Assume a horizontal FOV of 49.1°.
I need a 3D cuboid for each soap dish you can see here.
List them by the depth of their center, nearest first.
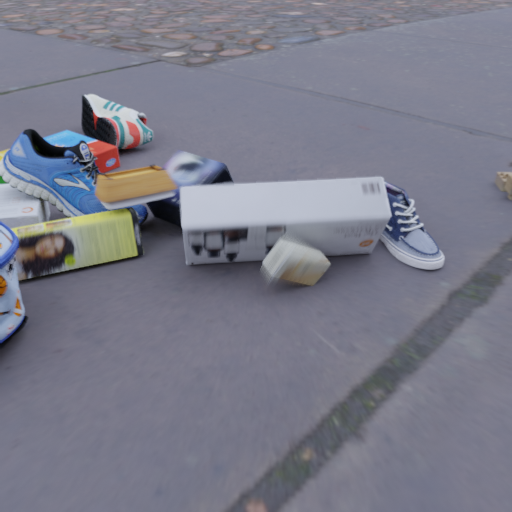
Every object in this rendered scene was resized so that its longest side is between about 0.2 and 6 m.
[{"bbox_3d":[-1.953,-1.126,8.974,1.173,0.477,0.923,-14,19,-20],"label":"soap dish"}]

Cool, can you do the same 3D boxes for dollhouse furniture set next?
[{"bbox_3d":[5.489,-1.604,10.568,1.339,1.148,1.408,2,32,4],"label":"dollhouse furniture set"}]

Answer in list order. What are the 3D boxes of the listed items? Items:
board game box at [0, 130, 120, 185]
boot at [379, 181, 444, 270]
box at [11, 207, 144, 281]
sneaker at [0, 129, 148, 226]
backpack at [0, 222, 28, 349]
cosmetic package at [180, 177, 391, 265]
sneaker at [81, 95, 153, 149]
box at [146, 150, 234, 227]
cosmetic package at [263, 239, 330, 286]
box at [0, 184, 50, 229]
[{"bbox_3d":[-4.341,-1.927,11.730,1.775,0.468,2.320,22,38,31],"label":"board game box"},{"bbox_3d":[2.406,-0.537,9.162,0.666,0.827,1.831,-14,35,-22],"label":"boot"},{"bbox_3d":[-2.790,-0.211,8.718,1.955,0.736,0.490,-14,23,-20],"label":"box"},{"bbox_3d":[-2.956,-1.271,9.436,2.531,1.129,0.994,28,21,-14],"label":"sneaker"},{"bbox_3d":[-4.449,0.217,6.655,3.074,2.486,3.227,18,32,8],"label":"backpack"},{"bbox_3d":[0.397,-0.496,8.593,3.029,1.250,0.767,-4,66,-5],"label":"cosmetic package"},{"bbox_3d":[-3.366,-3.196,13.511,1.226,0.924,2.623,-7,32,-32],"label":"sneaker"},{"bbox_3d":[-1.198,-1.148,9.905,1.154,0.717,1.164,21,62,32],"label":"box"},{"bbox_3d":[0.592,0.108,8.072,0.909,0.478,0.323,13,31,-43],"label":"cosmetic package"},{"bbox_3d":[-4.041,-0.669,9.520,0.857,0.672,1.378,-7,32,-12],"label":"box"}]
